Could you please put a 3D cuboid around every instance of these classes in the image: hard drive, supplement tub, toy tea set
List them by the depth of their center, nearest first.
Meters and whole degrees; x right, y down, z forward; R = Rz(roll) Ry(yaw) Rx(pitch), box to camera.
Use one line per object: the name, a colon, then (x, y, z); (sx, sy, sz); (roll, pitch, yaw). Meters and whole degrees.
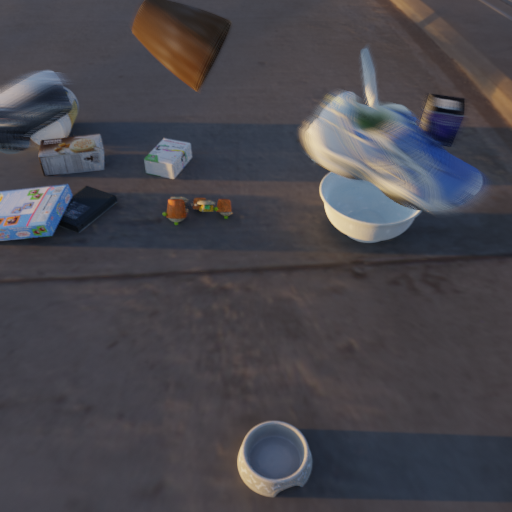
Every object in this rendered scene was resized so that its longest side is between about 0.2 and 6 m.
hard drive: (2.393, -3.625, 11.773); (0.158, 1.181, 0.779); (-12, 55, 9)
toy tea set: (-1.332, -0.999, 12.767); (1.567, 0.580, 0.932); (4, 12, 9)
hard drive: (-4.017, -1.105, 12.968); (0.944, 0.222, 1.352); (19, 45, 21)
supplement tub: (-5.594, -3.828, 15.344); (1.170, 1.170, 1.617); (-1, 42, -2)

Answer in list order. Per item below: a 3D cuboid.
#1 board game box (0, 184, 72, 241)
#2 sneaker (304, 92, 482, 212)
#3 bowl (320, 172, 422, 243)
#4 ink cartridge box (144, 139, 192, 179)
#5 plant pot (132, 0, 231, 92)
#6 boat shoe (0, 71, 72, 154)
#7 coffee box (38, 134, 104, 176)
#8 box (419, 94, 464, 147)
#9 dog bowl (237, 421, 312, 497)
board game box: (-5.315, -0.946, 12.487); (2.022, 0.370, 1.530); (-4, 41, 7)
sneaker: (2.220, -1.557, 8.543); (2.877, 1.108, 1.089); (16, 53, -10)
bowl: (2.470, -1.002, 12.253); (2.252, 1.012, 2.252); (0, 41, 0)
ink cartridge box: (-2.243, -2.508, 14.377); (0.805, 0.467, 1.111); (13, 43, 15)
plant pot: (-1.592, -4.457, 11.376); (1.661, 1.552, 1.552); (28, 42, -8)
boat shoe: (-4.287, -2.172, 9.662); (2.479, 0.840, 0.889); (-30, 0, 6)
coffee box: (-4.712, -2.590, 14.367); (1.509, 0.601, 0.863); (-7, 42, -8)
box: (2.884, -2.111, 8.758); (0.546, 0.738, 0.385); (9, 62, 9)
dog bowl: (0.281, 2.957, 8.290); (1.126, 0.330, 1.126); (0, 42, 0)
